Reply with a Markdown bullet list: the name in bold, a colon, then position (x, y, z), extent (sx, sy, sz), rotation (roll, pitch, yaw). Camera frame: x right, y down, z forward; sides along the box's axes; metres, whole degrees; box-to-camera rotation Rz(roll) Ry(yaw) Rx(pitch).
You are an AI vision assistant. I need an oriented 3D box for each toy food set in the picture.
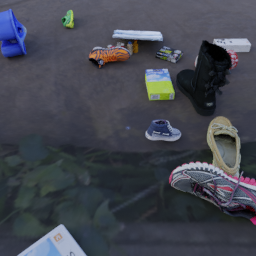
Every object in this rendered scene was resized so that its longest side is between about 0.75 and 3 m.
- **toy food set**: position (-0.237, -3.220, 11.076), extent (1.230, 0.554, 0.587), rotation (8, 45, 8)

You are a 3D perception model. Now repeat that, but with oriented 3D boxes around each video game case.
- **video game case**: position (-1.554, 3.201, 4.686), extent (2.492, 0.275, 2.268), rotation (-32, 52, -28)

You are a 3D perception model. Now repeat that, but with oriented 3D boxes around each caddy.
- **caddy**: position (-4.518, -3.699, 10.941), extent (1.095, 1.475, 2.087), rotation (-19, 48, -10)

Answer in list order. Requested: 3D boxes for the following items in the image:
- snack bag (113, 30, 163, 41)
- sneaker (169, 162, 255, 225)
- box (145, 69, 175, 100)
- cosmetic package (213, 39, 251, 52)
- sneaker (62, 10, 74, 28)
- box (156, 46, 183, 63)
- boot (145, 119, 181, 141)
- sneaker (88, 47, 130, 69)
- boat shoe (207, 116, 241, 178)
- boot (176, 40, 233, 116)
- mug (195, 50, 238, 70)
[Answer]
- **snack bag**: position (0.398, -3.803, 11.401), extent (2.015, 0.229, 2.137), rotation (5, 23, 4)
- **sneaker**: position (1.981, 1.386, 6.121), extent (2.192, 0.884, 0.818), rotation (13, 47, 12)
- **box**: position (1.043, -1.482, 9.454), extent (0.833, 0.326, 1.366), rotation (-2, 44, -2)
- **cosmetic package**: position (4.205, -3.361, 11.375), extent (1.359, 0.344, 0.561), rotation (-1, 45, -1)
- **sneaker**: position (-2.819, -5.118, 13.073), extent (0.551, 0.488, 1.318), rotation (-3, 44, -9)
- **box**: position (1.621, -2.884, 10.987), extent (0.883, 0.195, 0.707), rotation (23, 49, 22)
- **boot**: position (1.044, 0.041, 7.500), extent (1.143, 0.516, 0.416), rotation (-3, 44, -32)
- **sneaker**: position (-0.738, -2.562, 10.460), extent (1.580, 0.613, 0.885), rotation (4, 47, 19)
- **boat shoe**: position (2.504, 0.418, 7.221), extent (0.834, 0.720, 2.287), rotation (10, 45, 10)
- **boot**: position (2.238, -1.721, 8.563), extent (0.867, 1.919, 2.342), rotation (-9, 44, -9)
- **mug**: position (3.128, -2.425, 10.075), extent (1.296, 0.865, 1.150), rotation (-17, 48, -21)
